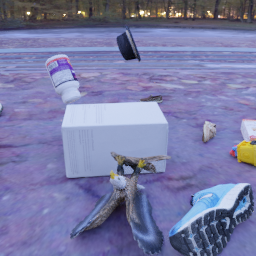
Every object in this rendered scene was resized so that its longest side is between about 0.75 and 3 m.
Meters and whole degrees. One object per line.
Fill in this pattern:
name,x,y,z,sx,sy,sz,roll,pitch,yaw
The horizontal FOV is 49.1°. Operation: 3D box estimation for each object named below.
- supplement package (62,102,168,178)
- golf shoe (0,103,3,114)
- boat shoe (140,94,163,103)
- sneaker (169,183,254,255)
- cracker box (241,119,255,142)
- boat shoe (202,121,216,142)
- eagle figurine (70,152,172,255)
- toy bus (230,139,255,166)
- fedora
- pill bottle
supplement package,-0.400,0.293,8.478,2.894,1.697,1.692,-2,25,-5
golf shoe,-6.334,-0.762,11.366,1.076,1.227,2.787,12,26,26
boat shoe,1.130,-1.457,13.737,1.137,0.421,0.420,-4,25,-7
sneaker,1.749,1.964,6.218,2.475,0.970,1.113,-18,10,-36
cracker box,4.781,0.235,10.047,1.126,0.485,1.682,5,26,10
boat shoe,3.003,0.111,10.278,0.474,0.523,1.468,8,25,17
eagle figurine,-0.130,1.630,6.353,1.786,1.777,2.354,-30,38,43
toy bus,3.866,0.698,8.936,1.065,0.753,1.110,2,17,44
fedora,-0.037,-3.521,12.103,0.737,1.613,1.613,-22,25,6
pill bottle,-2.040,-1.539,8.980,0.793,1.423,0.793,-22,-7,-3
